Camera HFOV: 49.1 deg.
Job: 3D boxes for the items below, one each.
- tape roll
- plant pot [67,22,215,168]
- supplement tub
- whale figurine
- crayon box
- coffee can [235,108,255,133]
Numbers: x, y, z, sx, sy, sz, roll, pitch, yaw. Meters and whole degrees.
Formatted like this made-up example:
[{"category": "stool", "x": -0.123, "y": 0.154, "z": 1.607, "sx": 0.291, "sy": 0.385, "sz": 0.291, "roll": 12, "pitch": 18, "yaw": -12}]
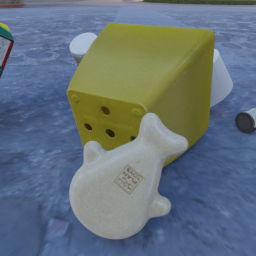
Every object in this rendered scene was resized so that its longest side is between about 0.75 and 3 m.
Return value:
[{"category": "tape roll", "x": 2.225, "y": -1.502, "z": 8.705, "sx": 1.692, "sy": 1.162, "sz": 1.692, "roll": -28, "pitch": 27, "yaw": 16}, {"category": "plant pot", "x": 0.219, "y": -0.589, "z": 6.412, "sx": 2.713, "sy": 2.713, "sz": 2.393, "roll": 15, "pitch": 44, "yaw": 27}, {"category": "supplement tub", "x": -1.317, "y": -2.476, "z": 10.396, "sx": 1.126, "sy": 1.837, "sz": 1.126, "roll": -8, "pitch": 57, "yaw": 12}, {"category": "whale figurine", "x": 0.024, "y": 0.738, "z": 4.515, "sx": 1.661, "sy": 2.088, "sz": 1.083, "roll": 37, "pitch": 12, "yaw": 3}, {"category": "crayon box", "x": -4.069, "y": -1.488, "z": 7.705, "sx": 0.819, "sy": 2.811, "sz": 2.425, "roll": 19, "pitch": 16, "yaw": -32}, {"category": "coffee can", "x": 3.449, "y": -0.237, "z": 7.705, "sx": 0.791, "sy": 0.579, "sz": 0.579, "roll": -16, "pitch": 32, "yaw": -28}]
